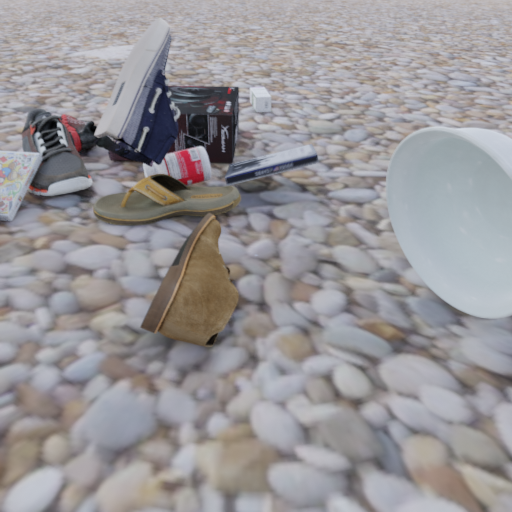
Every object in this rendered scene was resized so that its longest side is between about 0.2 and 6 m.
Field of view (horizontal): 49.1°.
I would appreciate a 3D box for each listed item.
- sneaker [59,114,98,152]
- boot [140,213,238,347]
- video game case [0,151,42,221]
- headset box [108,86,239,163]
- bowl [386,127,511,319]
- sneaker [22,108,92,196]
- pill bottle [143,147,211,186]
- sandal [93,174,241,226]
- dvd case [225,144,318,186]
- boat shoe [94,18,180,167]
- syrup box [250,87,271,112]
[{"bbox_3d":[-3.960,-2.777,12.542,0.783,0.566,1.602,-15,36,-23],"label":"sneaker"},{"bbox_3d":[-0.700,0.301,7.425,0.957,0.934,2.536,25,31,-7],"label":"boot"},{"bbox_3d":[-4.781,-1.282,9.857,1.610,0.184,1.466,5,57,8],"label":"video game case"},{"bbox_3d":[-1.872,-2.942,12.278,2.909,1.123,2.165,3,31,1],"label":"headset box"},{"bbox_3d":[2.762,-0.554,6.781,1.092,2.430,2.430,-25,38,-18],"label":"bowl"},{"bbox_3d":[-4.025,-2.079,10.744,1.144,1.215,2.968,-17,35,-26],"label":"sneaker"},{"bbox_3d":[-1.452,-1.577,10.270,1.149,0.645,0.645,-15,34,-12],"label":"pill bottle"},{"bbox_3d":[-1.522,-1.057,9.528,2.493,0.673,1.001,-5,30,3],"label":"sandal"},{"bbox_3d":[0.279,-1.693,10.289,1.659,0.205,1.247,-13,18,6],"label":"dvd case"},{"bbox_3d":[-1.756,-2.695,9.532,1.144,2.467,0.921,28,-12,-33],"label":"boat shoe"},{"bbox_3d":[0.109,-4.213,15.067,0.423,0.409,1.040,-5,31,-7],"label":"syrup box"}]
